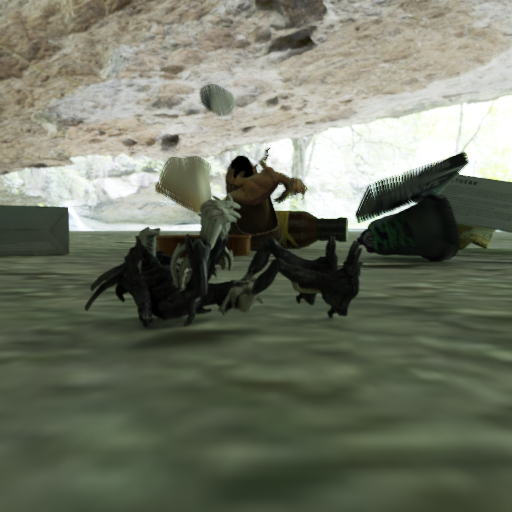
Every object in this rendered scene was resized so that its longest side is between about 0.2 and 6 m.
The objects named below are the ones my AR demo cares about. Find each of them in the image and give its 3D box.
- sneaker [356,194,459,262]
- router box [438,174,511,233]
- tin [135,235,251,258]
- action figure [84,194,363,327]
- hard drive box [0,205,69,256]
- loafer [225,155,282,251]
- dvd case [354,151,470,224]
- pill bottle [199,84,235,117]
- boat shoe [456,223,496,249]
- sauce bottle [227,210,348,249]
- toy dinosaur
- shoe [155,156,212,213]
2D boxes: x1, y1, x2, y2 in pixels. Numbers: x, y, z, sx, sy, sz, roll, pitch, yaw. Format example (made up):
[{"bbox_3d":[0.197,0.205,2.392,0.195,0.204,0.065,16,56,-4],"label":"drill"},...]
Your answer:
[{"bbox_3d":[1.861,-0.227,7.155,0.949,0.807,2.167,-14,-4,2],"label":"sneaker"},{"bbox_3d":[4.600,-0.769,9.214,3.069,0.750,2.754,12,11,21],"label":"router box"},{"bbox_3d":[-0.897,-0.151,8.166,1.733,0.363,0.970,-2,8,-28],"label":"tin"},{"bbox_3d":[-0.172,0.011,2.667,1.228,0.627,0.730,1,14,-10],"label":"action figure"},{"bbox_3d":[-3.864,-0.411,8.896,1.526,0.752,1.958,-1,3,-26],"label":"hard drive box"},{"bbox_3d":[-0.173,-1.026,10.297,0.872,0.848,2.388,-16,45,-8],"label":"loafer"},{"bbox_3d":[1.715,-0.745,6.431,1.077,0.177,1.433,-19,-8,2],"label":"dvd case"},{"bbox_3d":[-0.729,-2.807,10.010,0.461,0.461,0.830,-2,26,-26],"label":"pill bottle"},{"bbox_3d":[3.797,-0.409,10.414,1.747,0.580,0.647,3,11,-27],"label":"boat shoe"},{"bbox_3d":[0.575,-0.514,10.777,2.354,0.762,0.762,1,3,15],"label":"sauce bottle"},{"bbox_3d":[0.107,-1.167,9.695,1.487,1.008,0.638,-30,-10,-3],"label":"toy dinosaur"},{"bbox_3d":[-1.189,-1.295,9.929,1.058,0.808,3.027,24,3,-12],"label":"shoe"}]
